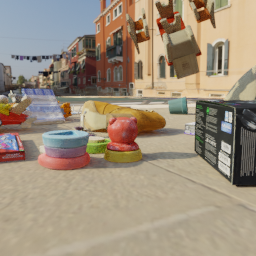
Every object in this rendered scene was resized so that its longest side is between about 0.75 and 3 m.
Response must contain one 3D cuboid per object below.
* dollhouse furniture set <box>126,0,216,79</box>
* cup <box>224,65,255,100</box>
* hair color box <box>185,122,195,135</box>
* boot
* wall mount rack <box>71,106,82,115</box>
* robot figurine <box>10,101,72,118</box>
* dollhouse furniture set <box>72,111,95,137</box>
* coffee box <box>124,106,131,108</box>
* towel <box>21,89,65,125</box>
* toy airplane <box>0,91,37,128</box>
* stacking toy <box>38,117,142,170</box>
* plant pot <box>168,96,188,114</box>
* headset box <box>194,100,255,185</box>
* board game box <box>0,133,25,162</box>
[{"bbox_3d":[1.289,-2.576,7.766,2.317,1.194,2.292,-16,48,12],"label":"dollhouse furniture set"},{"bbox_3d":[4.120,-0.739,9.158,2.347,2.347,1.678,-7,-14,-38],"label":"cup"},{"bbox_3d":[2.435,0.005,9.394,0.616,0.365,1.127,8,9,40],"label":"hair color box"},{"bbox_3d":[-0.230,-0.324,10.036,2.138,1.051,2.986,2,10,-32],"label":"boot"},{"bbox_3d":[-3.260,-1.015,15.780,1.479,0.551,1.285,-6,10,-31],"label":"wall mount rack"},{"bbox_3d":[-4.218,-0.773,12.941,2.907,0.846,2.107,-8,14,-44],"label":"robot figurine"},{"bbox_3d":[-1.657,-0.147,8.814,0.914,0.819,1.154,-4,9,-27],"label":"dollhouse furniture set"},{"bbox_3d":[-0.317,-1.193,17.682,0.888,0.354,0.508,5,10,32],"label":"coffee box"},{"bbox_3d":[-3.697,-0.977,12.193,1.507,0.244,2.051,-4,51,-35],"label":"towel"},{"bbox_3d":[-4.183,-0.565,9.872,1.838,1.297,1.830,-20,-11,-11],"label":"toy airplane"},{"bbox_3d":[-0.944,0.185,6.219,2.146,0.907,1.943,-4,10,-29],"label":"stacking toy"},{"bbox_3d":[2.880,-1.251,16.119,1.029,1.051,1.051,-5,6,16],"label":"plant pot"},{"bbox_3d":[2.926,0.119,5.385,2.744,1.273,2.389,0,8,0],"label":"headset box"},{"bbox_3d":[-3.273,0.444,6.772,1.304,0.246,2.532,-5,9,-24],"label":"board game box"}]
